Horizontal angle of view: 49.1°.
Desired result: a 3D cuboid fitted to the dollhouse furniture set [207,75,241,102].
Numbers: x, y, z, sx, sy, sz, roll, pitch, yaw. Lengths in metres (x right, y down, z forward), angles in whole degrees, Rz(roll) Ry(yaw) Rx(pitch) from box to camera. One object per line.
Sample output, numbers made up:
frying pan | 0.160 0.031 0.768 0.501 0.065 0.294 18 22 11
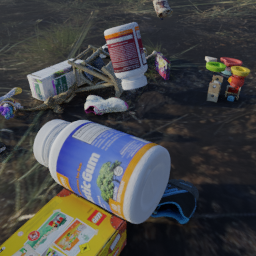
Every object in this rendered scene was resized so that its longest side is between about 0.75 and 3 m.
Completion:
dollhouse furniture set | 3.975 -1.565 11.522 1.190 0.834 0.839 14 37 19

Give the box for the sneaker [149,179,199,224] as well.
sneaker | 0.494 1.592 6.939 2.429 0.889 0.995 11 36 15

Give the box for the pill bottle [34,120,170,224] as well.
pill bottle | -0.702 0.785 6.415 2.998 1.680 1.680 18 39 29

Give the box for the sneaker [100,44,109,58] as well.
sneaker | -0.816 -4.495 15.720 1.695 0.677 1.103 -17 33 16

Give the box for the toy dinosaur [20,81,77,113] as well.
toy dinosaur | -2.958 -0.983 11.007 2.576 0.750 1.302 -29 24 -17

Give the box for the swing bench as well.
swing bench | -1.068 -2.515 12.334 2.301 1.493 2.289 10 36 14

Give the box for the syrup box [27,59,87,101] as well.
syrup box | -2.940 -2.130 12.118 1.026 0.992 2.520 18 38 33

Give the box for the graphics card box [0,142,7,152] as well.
graphics card box | -4.299 0.694 8.840 0.474 0.192 0.755 20 41 27

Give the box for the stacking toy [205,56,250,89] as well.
stacking toy | 3.380 -1.967 9.869 1.408 0.657 1.555 8 31 5

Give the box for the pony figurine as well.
pony figurine | -4.933 -0.948 10.121 2.246 1.937 2.326 -1 19 -18

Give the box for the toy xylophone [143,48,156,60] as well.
toy xylophone | 0.353 -3.664 14.712 1.857 0.637 2.537 21 40 27

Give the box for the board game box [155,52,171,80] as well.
board game box | 1.670 -3.028 13.593 0.237 0.880 1.467 -11 36 -12

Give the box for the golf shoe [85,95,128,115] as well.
golf shoe | -0.853 -0.761 10.681 1.711 0.644 0.783 7 49 16

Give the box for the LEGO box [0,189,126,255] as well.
LEGO box | -1.368 2.537 5.560 1.730 0.896 2.323 20 40 27

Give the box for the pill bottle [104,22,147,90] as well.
pill bottle | -0.002 -1.861 7.371 0.899 1.592 0.899 -13 18 4

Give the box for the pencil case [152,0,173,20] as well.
pencil case | 1.195 -4.882 10.583 0.582 1.495 0.669 -23 -13 25
